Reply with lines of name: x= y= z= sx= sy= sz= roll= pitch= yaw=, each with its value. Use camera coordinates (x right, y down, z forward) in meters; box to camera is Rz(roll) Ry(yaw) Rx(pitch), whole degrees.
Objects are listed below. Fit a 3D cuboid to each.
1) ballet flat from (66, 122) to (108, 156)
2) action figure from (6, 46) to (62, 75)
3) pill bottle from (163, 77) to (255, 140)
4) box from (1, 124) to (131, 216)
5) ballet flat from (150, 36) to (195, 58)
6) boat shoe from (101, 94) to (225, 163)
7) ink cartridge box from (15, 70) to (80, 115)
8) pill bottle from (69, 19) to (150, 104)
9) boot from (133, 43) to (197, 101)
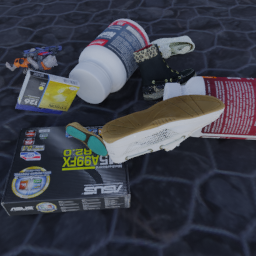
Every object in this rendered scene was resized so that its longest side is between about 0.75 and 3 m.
ballet flat: x=-0.891 y=0.217 z=6.588 sx=1.193 sy=0.409 sz=0.376 roll=34 pitch=28 yaw=5
action figure: x=-2.749 y=-2.100 z=8.751 sx=1.556 sy=0.841 sz=1.609 roll=8 pitch=25 yaw=33
pill bottle: x=2.387 y=-0.534 z=7.368 sx=2.845 sy=1.607 sz=1.607 roll=3 pitch=46 yaw=2
box: x=-1.355 y=0.893 z=6.700 sx=2.691 sy=0.596 sz=2.155 roll=-3 pitch=46 yaw=-3
ballet flat: x=1.560 y=-2.916 z=10.290 sx=2.124 sy=0.738 sz=0.738 roll=-19 pitch=49 yaw=-22
boat shoe: x=0.817 y=0.030 z=6.239 sx=2.774 sy=0.962 sz=0.982 roll=-17 pitch=33 yaw=-8
ink cartridge box: x=-2.154 y=-0.821 z=7.470 sx=1.337 sy=1.353 sz=0.318 roll=7 pitch=42 yaw=-34
pill bottle: x=-0.573 y=-2.091 z=8.826 sx=1.630 sy=1.630 sz=2.726 roll=20 pitch=52 yaw=18
boot: x=1.156 y=-1.881 z=8.560 sx=2.048 sy=1.547 sz=0.739 roll=-28 pitch=21 yaw=-23
